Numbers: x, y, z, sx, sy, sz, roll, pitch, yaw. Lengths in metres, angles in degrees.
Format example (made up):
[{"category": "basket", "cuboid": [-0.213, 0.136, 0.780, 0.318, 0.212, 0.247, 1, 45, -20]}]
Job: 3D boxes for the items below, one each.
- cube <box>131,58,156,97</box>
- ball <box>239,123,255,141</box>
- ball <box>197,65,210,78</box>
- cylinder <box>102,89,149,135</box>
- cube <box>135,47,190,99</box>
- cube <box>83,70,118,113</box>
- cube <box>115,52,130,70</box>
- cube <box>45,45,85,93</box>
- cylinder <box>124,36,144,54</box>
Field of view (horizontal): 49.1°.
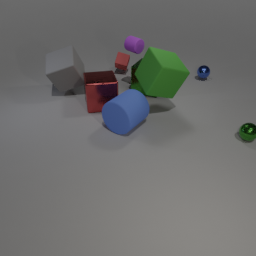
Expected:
[{"category": "cube", "cuboid": [1.045, -2.548, 14.070, 1.400, 1.400, 1.400, 13, 35, 20]}, {"category": "ball", "cuboid": [4.541, 0.147, 10.529, 0.700, 0.700, 0.700, 0, 33, 0]}, {"category": "ball", "cuboid": [4.124, -3.065, 15.278, 0.700, 0.700, 0.700, 0, 33, 0]}, {"category": "cylinder", "cuboid": [-0.084, -0.657, 11.154, 1.400, 1.400, 1.400, 21, 38, 28]}, {"category": "cube", "cuboid": [1.355, -2.225, 11.421, 1.400, 1.400, 1.400, 3, 45, -32]}, {"category": "cube", "cuboid": [-1.234, -1.669, 12.714, 1.400, 1.400, 1.400, -6, 34, -10]}, {"category": "cube", "cuboid": [-0.325, -3.795, 15.927, 0.700, 0.700, 0.700, 16, -10, 1]}, {"category": "cube", "cuboid": [-2.958, -2.797, 13.346, 1.400, 1.400, 1.400, -16, 56, 9]}, {"category": "cylinder", "cuboid": [0.300, -3.943, 13.279, 0.700, 0.700, 0.700, 31, 44, 35]}]
